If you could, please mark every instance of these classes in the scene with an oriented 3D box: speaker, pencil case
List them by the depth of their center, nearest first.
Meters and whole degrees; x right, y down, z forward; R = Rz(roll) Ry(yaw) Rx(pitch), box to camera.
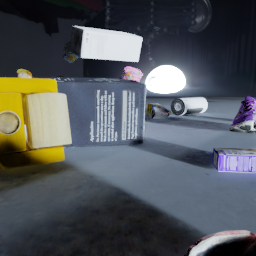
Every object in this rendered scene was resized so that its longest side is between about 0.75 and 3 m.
[{"bbox_3d":[-0.024,-1.255,9.539,0.702,1.605,0.702,14,29,-8],"label":"pencil case"},{"bbox_3d":[3.404,-1.219,15.398,0.946,0.946,2.330,8,11,44],"label":"speaker"}]

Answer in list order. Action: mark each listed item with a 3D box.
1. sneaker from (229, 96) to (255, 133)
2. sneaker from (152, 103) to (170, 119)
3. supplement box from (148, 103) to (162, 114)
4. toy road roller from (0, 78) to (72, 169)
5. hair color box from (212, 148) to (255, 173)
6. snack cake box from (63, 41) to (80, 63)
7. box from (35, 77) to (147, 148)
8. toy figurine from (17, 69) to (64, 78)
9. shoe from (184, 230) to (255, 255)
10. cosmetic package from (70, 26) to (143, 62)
[{"bbox_3d":[3.976,-0.459,9.321,1.121,1.160,2.779,3,9,19],"label":"sneaker"},{"bbox_3d":[1.596,-0.725,13.513,0.807,0.690,1.853,11,17,6],"label":"sneaker"},{"bbox_3d":[1.512,-1.107,15.993,0.555,0.558,1.019,-1,9,-11],"label":"supplement box"},{"bbox_3d":[-2.466,-0.013,5.237,2.469,1.517,1.803,-6,-2,-31],"label":"toy road roller"},{"bbox_3d":[2.102,0.571,4.994,1.061,0.344,0.580,3,8,7],"label":"hair color box"},{"bbox_3d":[-1.686,-2.686,9.339,1.040,0.598,0.350,-19,-32,34],"label":"snack cake box"},{"bbox_3d":[-1.234,-0.564,7.765,2.755,1.618,2.710,-1,12,-15],"label":"box"},{"bbox_3d":[-4.304,-1.819,13.970,2.751,1.914,2.708,8,-5,-17],"label":"toy figurine"},{"bbox_3d":[0.729,0.820,1.161,0.714,0.909,1.999,6,10,36],"label":"shoe"},{"bbox_3d":[-0.664,-2.563,8.555,1.937,0.822,1.042,-2,24,-30],"label":"cosmetic package"}]
